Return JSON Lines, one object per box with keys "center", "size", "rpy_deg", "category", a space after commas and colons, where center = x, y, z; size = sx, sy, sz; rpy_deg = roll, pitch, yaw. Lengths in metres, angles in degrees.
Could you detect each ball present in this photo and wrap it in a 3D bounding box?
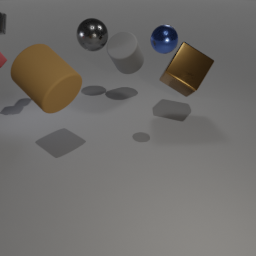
{"center": [-1.565, -4.101, 12.359], "size": [1.400, 1.400, 1.400], "rpy_deg": [0, 28, 0], "category": "ball"}
{"center": [0.916, -2.233, 7.068], "size": [0.700, 0.700, 0.700], "rpy_deg": [0, 28, 0], "category": "ball"}

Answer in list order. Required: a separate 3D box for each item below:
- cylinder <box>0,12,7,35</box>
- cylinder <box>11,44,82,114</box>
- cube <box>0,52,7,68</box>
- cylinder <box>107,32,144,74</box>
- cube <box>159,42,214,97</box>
{"center": [-4.795, -3.822, 10.151], "size": [0.700, 0.700, 0.700], "rpy_deg": [7, 8, -1], "category": "cylinder"}
{"center": [-2.248, -1.362, 7.802], "size": [1.400, 1.400, 1.400], "rpy_deg": [43, 43, 14], "category": "cylinder"}
{"center": [-5.150, -2.545, 10.542], "size": [0.700, 0.700, 0.700], "rpy_deg": [-26, 32, 16], "category": "cube"}
{"center": [-0.093, -3.385, 12.740], "size": [1.400, 1.400, 1.400], "rpy_deg": [11, -14, 20], "category": "cylinder"}
{"center": [2.274, -2.265, 11.106], "size": [1.400, 1.400, 1.400], "rpy_deg": [32, -4, -1], "category": "cube"}
